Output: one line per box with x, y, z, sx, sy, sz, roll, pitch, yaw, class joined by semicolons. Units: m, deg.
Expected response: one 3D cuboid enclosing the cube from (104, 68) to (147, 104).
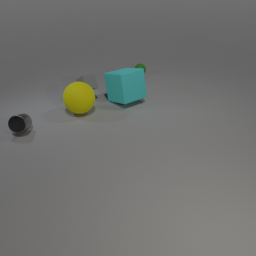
-0.119;-2.061;13.511;1.400;1.400;1.400;-22;24;-33;cube

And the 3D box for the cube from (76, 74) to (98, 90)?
-2.005;-2.175;13.647;0.700;0.700;0.700;-16;4;-39;cube

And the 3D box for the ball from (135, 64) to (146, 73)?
0.746;-3.571;17.099;0.700;0.700;0.700;0;29;0;ball

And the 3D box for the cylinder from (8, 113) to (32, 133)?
-4.217;-0.193;10.968;0.700;0.700;0.700;0;10;0;cylinder

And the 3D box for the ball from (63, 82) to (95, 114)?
-2.156;-1.334;12.368;1.400;1.400;1.400;0;29;0;ball
